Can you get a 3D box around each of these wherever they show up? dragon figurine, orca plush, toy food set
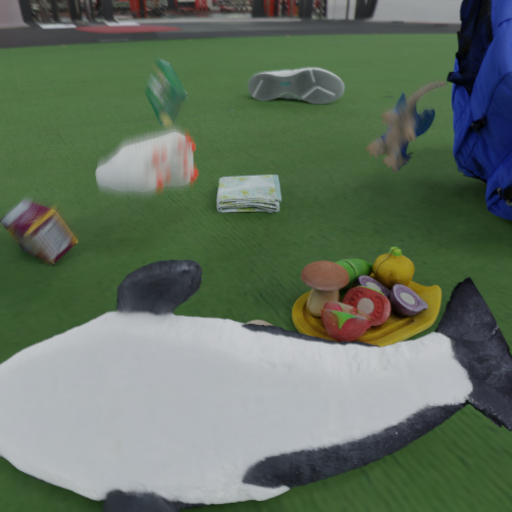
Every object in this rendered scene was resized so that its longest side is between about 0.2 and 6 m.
[{"bbox_3d":[2.743,-2.424,10.225,0.731,2.483,1.234,34,52,13],"label":"dragon figurine"},{"bbox_3d":[-0.134,1.098,5.081,4.346,2.287,1.545,-21,-12,5],"label":"orca plush"},{"bbox_3d":[1.257,0.467,7.076,2.517,0.822,1.481,-19,34,-32],"label":"toy food set"}]

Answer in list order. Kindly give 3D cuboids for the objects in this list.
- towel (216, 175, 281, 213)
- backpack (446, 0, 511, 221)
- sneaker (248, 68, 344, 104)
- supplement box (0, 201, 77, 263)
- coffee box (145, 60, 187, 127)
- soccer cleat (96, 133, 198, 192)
[{"bbox_3d":[-0.142,-1.223,10.777,1.202,0.338,1.404,1,28,-1],"label":"towel"},{"bbox_3d":[5.275,-2.655,9.387,4.223,4.361,5.197,9,-2,9],"label":"backpack"},{"bbox_3d":[1.367,-5.628,18.277,3.113,1.095,1.247,8,26,16],"label":"sneaker"},{"bbox_3d":[-3.355,-0.384,8.634,1.019,0.667,0.526,16,53,41],"label":"supplement box"},{"bbox_3d":[-1.435,-2.560,8.835,0.227,0.635,1.033,10,36,-35],"label":"coffee box"},{"bbox_3d":[-1.581,-1.429,8.612,0.945,0.844,2.435,-3,13,12],"label":"soccer cleat"}]
